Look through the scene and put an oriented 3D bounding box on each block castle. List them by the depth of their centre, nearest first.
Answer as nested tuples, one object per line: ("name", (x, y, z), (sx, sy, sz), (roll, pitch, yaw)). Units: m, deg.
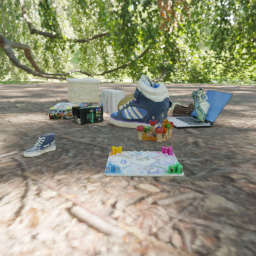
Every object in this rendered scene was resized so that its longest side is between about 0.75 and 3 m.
("block castle", (0.959, 0.003, 9.524), (0.929, 0.652, 1.390), (6, 13, 25))

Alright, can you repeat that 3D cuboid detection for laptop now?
("laptop", (2.841, -0.880, 12.074), (2.346, 1.360, 2.197), (-2, 11, -11))

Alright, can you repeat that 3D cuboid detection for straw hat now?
("straw hat", (0.380, -0.915, 13.651), (1.700, 1.700, 0.720), (-5, 55, -23))

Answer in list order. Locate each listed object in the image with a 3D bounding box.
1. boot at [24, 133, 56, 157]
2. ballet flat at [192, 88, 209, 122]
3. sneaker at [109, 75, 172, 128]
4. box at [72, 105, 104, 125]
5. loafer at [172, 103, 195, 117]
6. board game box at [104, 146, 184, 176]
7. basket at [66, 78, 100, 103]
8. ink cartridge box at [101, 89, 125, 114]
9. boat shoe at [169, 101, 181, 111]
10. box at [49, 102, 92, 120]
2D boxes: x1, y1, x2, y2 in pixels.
("boot", (-2.454, 0.454, 7.772), (0.381, 0.473, 1.047), (6, 13, 29))
("ballet flat", (3.169, -1.065, 12.086), (0.684, 0.684, 1.844), (0, 49, -2))
("sneaker", (0.411, -1.083, 11.245), (2.829, 2.071, 1.140), (10, 15, 40))
("box", (-1.765, -0.606, 12.335), (1.144, 0.711, 0.850), (-10, 15, -36))
("loafer", (3.127, -0.881, 13.714), (1.927, 0.684, 0.704), (3, 12, 16))
("board game box", (0.361, 0.767, 6.886), (1.740, 0.225, 1.740), (0, 11, 1))
("basket", (-3.215, -2.735, 20.169), (2.127, 1.710, 2.108), (-5, 13, -21))
("ink cartridge box", (-0.827, -1.390, 14.844), (0.710, 1.220, 1.687), (-5, 13, -25))
("boat shoe", (2.272, -1.276, 15.995), (1.631, 0.583, 0.487), (9, 14, 14))
("box", (-2.816, -0.906, 14.258), (1.837, 0.507, 2.690), (-1, 12, -3))
